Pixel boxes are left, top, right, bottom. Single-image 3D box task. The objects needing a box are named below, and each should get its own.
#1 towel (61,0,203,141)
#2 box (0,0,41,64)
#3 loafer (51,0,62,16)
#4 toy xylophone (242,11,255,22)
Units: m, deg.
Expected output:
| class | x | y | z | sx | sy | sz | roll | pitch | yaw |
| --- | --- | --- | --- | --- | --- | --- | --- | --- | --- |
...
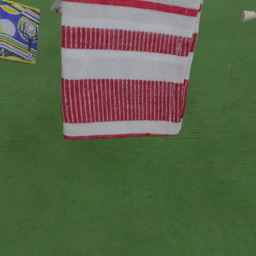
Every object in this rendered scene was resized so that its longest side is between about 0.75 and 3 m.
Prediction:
| class | x | y | z | sx | sy | sz | roll | pitch | yaw |
| --- | --- | --- | --- | --- | --- | --- | --- | --- | --- |
| towel | 0.060 | -1.191 | 4.386 | 2.159 | 2.998 | 0.341 | -2 | 24 | -17 |
| box | -3.102 | -1.827 | 4.666 | 2.980 | 1.044 | 0.958 | 3 | 10 | -34 |
| loafer | -0.949 | -2.053 | 4.711 | 0.414 | 0.362 | 1.152 | -56 | 34 | -6 |
| toy xylophone | 2.967 | -3.140 | 5.652 | 2.468 | 0.620 | 1.807 | -11 | 68 | 8 |
